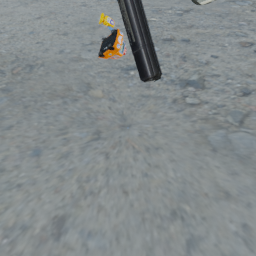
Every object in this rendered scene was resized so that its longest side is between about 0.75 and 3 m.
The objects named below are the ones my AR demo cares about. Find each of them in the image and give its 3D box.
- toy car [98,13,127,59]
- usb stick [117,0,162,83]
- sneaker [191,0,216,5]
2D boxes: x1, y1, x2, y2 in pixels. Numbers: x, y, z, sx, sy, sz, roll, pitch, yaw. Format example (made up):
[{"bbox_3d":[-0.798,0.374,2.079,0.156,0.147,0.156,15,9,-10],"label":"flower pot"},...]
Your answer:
[{"bbox_3d":[-0.202,-1.584,4.635,0.387,0.570,1.162,22,52,-29],"label":"toy car"},{"bbox_3d":[0.159,-2.181,5.852,0.413,2.530,0.702,-19,8,-15],"label":"usb stick"},{"bbox_3d":[1.289,-2.344,3.642,1.548,0.894,0.581,-19,48,45],"label":"sneaker"}]
